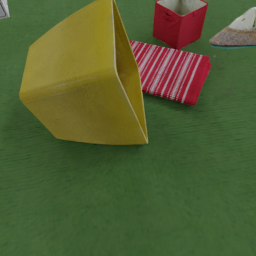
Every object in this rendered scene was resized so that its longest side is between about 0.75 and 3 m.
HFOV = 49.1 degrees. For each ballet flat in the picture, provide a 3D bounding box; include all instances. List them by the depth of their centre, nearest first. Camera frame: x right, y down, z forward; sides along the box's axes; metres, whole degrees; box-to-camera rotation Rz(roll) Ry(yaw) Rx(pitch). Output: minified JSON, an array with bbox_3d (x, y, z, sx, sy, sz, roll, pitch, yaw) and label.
[{"bbox_3d":[3.123,-2.278,6.334,2.642,0.888,0.899,14,37,37],"label":"ballet flat"}]

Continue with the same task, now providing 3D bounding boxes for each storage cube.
[{"bbox_3d":[1.787,-3.743,9.758,1.494,1.343,1.277,-33,59,-24],"label":"storage cube"}]

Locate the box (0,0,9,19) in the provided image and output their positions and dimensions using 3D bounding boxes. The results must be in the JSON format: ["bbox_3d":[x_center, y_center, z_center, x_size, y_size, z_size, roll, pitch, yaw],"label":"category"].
[{"bbox_3d":[-3.760,-2.533,4.905,2.744,1.600,0.825,-13,73,-9],"label":"box"}]

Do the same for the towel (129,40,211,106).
[{"bbox_3d":[0.998,-1.810,8.892,2.937,0.330,2.124,17,56,15],"label":"towel"}]

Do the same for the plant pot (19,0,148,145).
[{"bbox_3d":[-1.048,-1.106,6.965,2.367,2.683,2.683,-13,55,11],"label":"plant pot"}]
